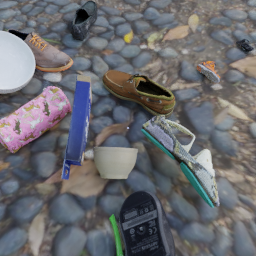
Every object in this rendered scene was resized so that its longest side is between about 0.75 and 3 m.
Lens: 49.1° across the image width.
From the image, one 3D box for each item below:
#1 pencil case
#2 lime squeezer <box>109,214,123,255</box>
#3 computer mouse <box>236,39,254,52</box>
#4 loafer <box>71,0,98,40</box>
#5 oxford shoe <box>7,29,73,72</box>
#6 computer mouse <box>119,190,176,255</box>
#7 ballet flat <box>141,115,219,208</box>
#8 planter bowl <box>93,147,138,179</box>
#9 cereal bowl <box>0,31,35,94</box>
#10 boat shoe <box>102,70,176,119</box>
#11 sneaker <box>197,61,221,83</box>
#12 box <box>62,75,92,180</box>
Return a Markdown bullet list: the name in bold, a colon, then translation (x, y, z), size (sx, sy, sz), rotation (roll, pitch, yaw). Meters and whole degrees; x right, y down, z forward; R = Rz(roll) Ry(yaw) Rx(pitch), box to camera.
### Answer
- **pencil case**: translation (-2.899, -0.286, 8.501), size (1.019, 0.975, 2.355), rotation (34, 63, 31)
- **lime squeezer**: translation (0.327, 3.216, 6.451), size (2.701, 0.509, 0.954), rotation (31, 43, 27)
- **computer mouse**: translation (4.659, -3.219, 10.973), size (0.532, 0.174, 0.757), rotation (-28, 54, -21)
- **loafer**: translation (-1.757, -4.578, 11.482), size (0.779, 0.806, 2.295), rotation (10, 57, 7)
- **oxford shoe**: translation (-3.284, -2.842, 10.200), size (2.718, 0.991, 0.969), rotation (20, 58, 13)
- **computer mouse**: translation (0.426, 2.725, 6.456), size (1.837, 0.699, 2.652), rotation (-24, 43, 19)
- **ballet flat**: translation (1.573, 0.702, 7.389), size (1.036, 1.036, 2.880), rotation (-34, 70, -21)
- **planter bowl**: translation (-0.366, 0.957, 7.631), size (1.229, 1.229, 0.827), rotation (3, 83, 2)
- **cereal bowl**: translation (-4.343, -2.137, 9.548), size (2.190, 0.912, 2.190), rotation (8, 70, -24)
- **boat shoe**: translation (0.347, -1.385, 9.247), size (2.772, 0.942, 0.997), rotation (28, 60, 17)
- **sneaker**: translation (3.032, -2.079, 10.045), size (0.590, 0.408, 1.053), rotation (-32, 62, -18)
- **box**: translation (-1.308, 0.090, 7.440), size (0.417, 1.559, 2.574), rotation (8, 78, -5)
